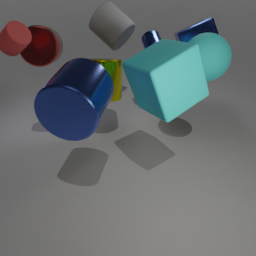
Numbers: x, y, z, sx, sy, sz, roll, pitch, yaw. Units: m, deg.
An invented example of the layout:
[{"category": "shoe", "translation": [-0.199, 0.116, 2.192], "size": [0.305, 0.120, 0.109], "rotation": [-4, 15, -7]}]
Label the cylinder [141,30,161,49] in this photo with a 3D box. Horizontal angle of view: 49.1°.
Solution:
[{"category": "cylinder", "translation": [0.924, -3.185, 10.563], "size": [0.700, 0.700, 0.700], "rotation": [-8, 60, -12]}]

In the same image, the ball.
[{"category": "ball", "translation": [2.316, -2.084, 8.283], "size": [1.400, 1.400, 1.400], "rotation": [0, 32, 0]}]

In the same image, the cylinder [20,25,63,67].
[{"category": "cylinder", "translation": [-3.198, -3.045, 10.388], "size": [1.400, 1.400, 1.400], "rotation": [-3, 18, -5]}]

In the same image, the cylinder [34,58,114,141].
[{"category": "cylinder", "translation": [-1.156, -0.662, 6.311], "size": [1.400, 1.400, 1.400], "rotation": [6, 37, 10]}]

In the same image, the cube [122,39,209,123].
[{"category": "cube", "translation": [0.938, -1.238, 7.047], "size": [1.400, 1.400, 1.400], "rotation": [-33, 34, -15]}]

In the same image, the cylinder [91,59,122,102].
[{"category": "cylinder", "translation": [-0.905, -1.707, 9.869], "size": [1.400, 1.400, 1.400], "rotation": [1, 15, 0]}]

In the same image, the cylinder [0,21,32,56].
[{"category": "cylinder", "translation": [-3.107, -2.427, 7.634], "size": [0.700, 0.700, 0.700], "rotation": [-24, 14, 40]}]

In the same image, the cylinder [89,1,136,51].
[{"category": "cylinder", "translation": [-0.651, -4.178, 11.538], "size": [1.400, 1.400, 1.400], "rotation": [43, 42, 2]}]

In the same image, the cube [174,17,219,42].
[{"category": "cube", "translation": [2.796, -3.400, 11.163], "size": [1.400, 1.400, 1.400], "rotation": [-22, 16, 10]}]
